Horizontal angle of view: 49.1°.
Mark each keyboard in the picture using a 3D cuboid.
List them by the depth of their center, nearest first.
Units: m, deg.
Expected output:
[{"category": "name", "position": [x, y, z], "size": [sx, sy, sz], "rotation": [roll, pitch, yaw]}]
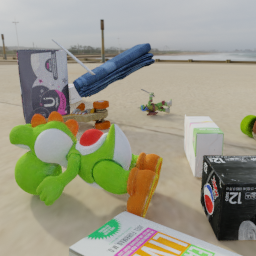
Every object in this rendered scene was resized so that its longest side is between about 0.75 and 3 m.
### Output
[{"category": "keyboard", "position": [-1.457, -1.893, 7.477], "size": [1.432, 0.076, 0.403], "rotation": [41, 4, 11]}]

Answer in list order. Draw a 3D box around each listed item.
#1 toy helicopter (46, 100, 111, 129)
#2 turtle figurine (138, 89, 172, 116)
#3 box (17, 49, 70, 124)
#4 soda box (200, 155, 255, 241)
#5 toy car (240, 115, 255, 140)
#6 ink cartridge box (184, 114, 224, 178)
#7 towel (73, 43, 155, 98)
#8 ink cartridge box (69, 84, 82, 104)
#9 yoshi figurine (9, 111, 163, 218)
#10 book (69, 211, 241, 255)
[{"category": "toy helicopter", "position": [-1.738, -0.383, 9.170], "size": [2.237, 0.883, 1.480], "rotation": [-13, 18, -31]}, {"category": "turtle figurine", "position": [1.072, -1.028, 11.258], "size": [1.247, 0.925, 1.286], "rotation": [3, 19, -5]}, {"category": "box", "position": [-3.005, -1.527, 10.069], "size": [1.651, 2.499, 1.433], "rotation": [-6, 17, -21]}, {"category": "soda box", "position": [2.632, 0.988, 4.181], "size": [2.882, 0.913, 1.020], "rotation": [-1, 17, 0]}, {"category": "toy car", "position": [4.367, -0.716, 7.555], "size": [1.838, 2.330, 1.914], "rotation": [-5, 17, -17]}, {"category": "ink cartridge box", "position": [1.656, 0.317, 6.353], "size": [0.575, 1.000, 1.708], "rotation": [-1, 17, 4]}, {"category": "towel", "position": [-0.543, -2.028, 10.009], "size": [2.940, 0.713, 1.641], "rotation": [-31, 21, -6]}, {"category": "ink cartridge box", "position": [-3.436, -1.711, 13.749], "size": [1.979, 0.834, 1.445], "rotation": [3, 16, 11]}, {"category": "yoshi figurine", "position": [-0.869, 0.790, 4.953], "size": [2.722, 1.530, 1.524], "rotation": [18, 60, 11]}, {"category": "book", "position": [0.317, 1.568, 3.283], "size": [1.704, 0.410, 1.139], "rotation": [9, 16, 35]}]
